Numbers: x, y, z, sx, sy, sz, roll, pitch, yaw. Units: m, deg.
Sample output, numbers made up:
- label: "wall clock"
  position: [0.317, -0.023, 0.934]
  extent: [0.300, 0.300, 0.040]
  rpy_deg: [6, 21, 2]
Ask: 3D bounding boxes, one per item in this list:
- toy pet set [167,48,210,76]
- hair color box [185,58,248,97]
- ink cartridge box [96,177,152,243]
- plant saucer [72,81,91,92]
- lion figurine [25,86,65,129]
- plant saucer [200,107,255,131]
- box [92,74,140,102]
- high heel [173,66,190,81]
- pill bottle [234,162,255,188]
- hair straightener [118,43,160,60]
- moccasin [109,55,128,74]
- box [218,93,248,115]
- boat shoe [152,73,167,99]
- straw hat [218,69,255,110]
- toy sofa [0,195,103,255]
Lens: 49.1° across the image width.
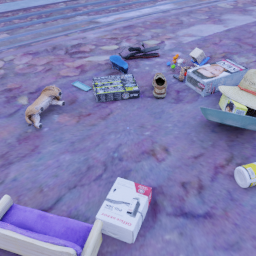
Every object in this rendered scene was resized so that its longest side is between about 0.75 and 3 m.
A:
- label: "toy pet set"
  position: [3.178, -3.207, 14.218]
  extent: [1.631, 0.928, 1.747]
  rpy_deg: [-43, 42, 3]
- label: "hair color box"
  position: [4.099, -2.385, 12.951]
  extent: [2.586, 0.784, 1.280]
  rpy_deg: [-20, 43, -22]
- label: "ink cartridge box"
  position: [-0.081, 2.136, 7.437]
  extent: [1.058, 0.597, 1.441]
  rpy_deg: [14, 40, 16]
- label: "plant saucer"
  position: [-2.142, -1.922, 12.936]
  extent: [1.004, 0.095, 0.351]
  rpy_deg: [28, 46, 31]
- label: "lion figurine"
  position: [-3.403, -0.897, 11.065]
  extent: [1.451, 0.859, 2.370]
  rpy_deg: [12, 44, 37]
- label: "plant saucer"
  position: [3.685, -0.300, 9.925]
  extent: [2.365, 0.425, 2.365]
  rpy_deg: [12, 5, -1]
- label: "box"
  position: [-0.566, -1.814, 12.526]
  extent: [1.939, 0.429, 1.553]
  rpy_deg: [-7, 40, -9]
- label: "high heel"
  position: [2.779, -2.617, 13.534]
  extent: [1.038, 0.371, 0.740]
  rpy_deg: [-33, 40, -12]
- label: "pill bottle"
  position: [3.858, 1.358, 8.387]
  extent: [1.153, 0.641, 0.641]
  rpy_deg: [-11, 40, -13]
- label: "hair straightener"
  position: [0.614, -4.239, 15.170]
  extent: [2.376, 0.914, 0.486]
  rpy_deg: [-7, 40, -9]
- label: "moccasin"
  position: [-0.516, -3.183, 14.162]
  extent: [0.664, 0.563, 1.651]
  rpy_deg: [-20, 41, -12]
- label: "box"
  position: [3.999, -0.858, 10.804]
  extent: [0.469, 0.704, 1.871]
  rpy_deg: [13, 26, -1]
- label: "boat shoe"
  position: [1.472, -2.064, 12.625]
  extent: [0.706, 0.689, 1.867]
  rpy_deg: [1, 39, 1]
- label: "straw hat"
  position: [5.050, -1.650, 10.991]
  extent: [2.878, 1.218, 2.878]
  rpy_deg: [15, 24, -7]
- label: "toy sofa"
  position: [-2.019, 2.406, 6.542]
  extent: [2.724, 1.329, 1.128]
  rpy_deg: [10, 40, 14]
